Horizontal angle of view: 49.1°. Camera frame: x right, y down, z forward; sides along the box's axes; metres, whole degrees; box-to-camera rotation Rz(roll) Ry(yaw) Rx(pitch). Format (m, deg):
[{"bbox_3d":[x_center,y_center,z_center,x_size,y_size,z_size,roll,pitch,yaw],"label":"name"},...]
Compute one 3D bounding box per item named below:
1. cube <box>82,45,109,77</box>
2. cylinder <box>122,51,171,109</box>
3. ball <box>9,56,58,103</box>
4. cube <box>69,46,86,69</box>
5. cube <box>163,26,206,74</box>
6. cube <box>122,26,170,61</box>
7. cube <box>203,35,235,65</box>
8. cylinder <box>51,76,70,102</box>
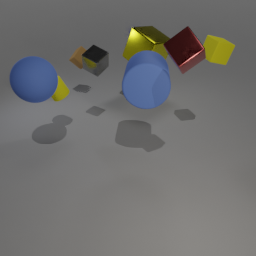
[{"bbox_3d":[-1.179,-2.449,10.190,0.700,0.700,0.700,31,60,15],"label":"cube"},{"bbox_3d":[0.569,-1.493,8.544,1.400,1.400,1.400,2,30,4],"label":"cylinder"},{"bbox_3d":[-2.856,-1.469,8.541,1.400,1.400,1.400,0,32,0],"label":"ball"},{"bbox_3d":[-2.228,-3.308,13.212,0.700,0.700,0.700,-59,25,-14],"label":"cube"},{"bbox_3d":[1.371,-1.841,6.714,0.700,0.700,0.700,-35,-13,13],"label":"cube"},{"bbox_3d":[0.863,-3.467,12.246,1.400,1.400,1.400,43,42,23],"label":"cube"},{"bbox_3d":[2.963,-2.600,9.340,0.700,0.700,0.700,3,34,-25],"label":"cube"},{"bbox_3d":[-2.649,-1.462,10.392,0.700,0.700,0.700,-20,37,16],"label":"cylinder"}]
